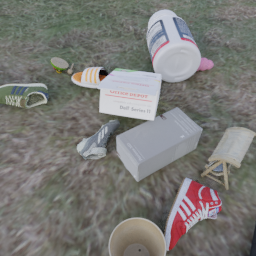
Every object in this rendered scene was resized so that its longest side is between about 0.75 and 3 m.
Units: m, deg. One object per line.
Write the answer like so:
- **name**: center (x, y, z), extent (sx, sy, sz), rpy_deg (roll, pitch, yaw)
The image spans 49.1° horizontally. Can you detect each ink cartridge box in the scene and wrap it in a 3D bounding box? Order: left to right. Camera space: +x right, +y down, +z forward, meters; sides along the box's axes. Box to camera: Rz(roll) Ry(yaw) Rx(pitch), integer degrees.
- **ink cartridge box**: center (0.111, -1.002, 8.270), extent (1.613, 0.927, 2.754), rpy_deg (9, 22, 6)

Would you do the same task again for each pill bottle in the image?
- **pill bottle**: center (1.580, -3.200, 10.533), extent (1.668, 1.668, 2.789), rpy_deg (-4, 49, -3)

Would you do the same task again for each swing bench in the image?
- **swing bench**: center (2.639, 0.724, 7.406), extent (0.798, 1.230, 1.223), rpy_deg (27, 54, 23)

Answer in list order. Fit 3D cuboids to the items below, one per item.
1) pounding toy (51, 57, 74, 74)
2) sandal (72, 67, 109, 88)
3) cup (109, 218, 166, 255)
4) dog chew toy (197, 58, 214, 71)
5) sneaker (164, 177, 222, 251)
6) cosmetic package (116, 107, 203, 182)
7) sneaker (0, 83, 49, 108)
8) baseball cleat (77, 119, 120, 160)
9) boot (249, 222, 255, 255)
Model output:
- **pounding toy**: center (-2.555, -2.291, 10.665), extent (0.882, 0.409, 0.681), rpy_deg (18, 37, -21)
- **sandal**: center (-0.867, -1.829, 9.937), extent (2.241, 0.642, 0.858), rpy_deg (11, 42, 4)
- **cup**: center (0.189, 2.645, 5.989), extent (1.175, 0.840, 1.175), rpy_deg (0, 50, 0)
- **dog chew toy**: center (2.804, -2.432, 10.638), extent (0.904, 0.563, 0.563), rpy_deg (3, 49, -7)
- **sneaker**: center (1.556, 2.093, 6.574), extent (1.090, 0.690, 1.937), rpy_deg (17, 49, 19)
- **cosmetic package**: center (0.842, 0.414, 7.870), extent (2.168, 0.978, 1.158), rpy_deg (-25, 54, -25)
- **sneaker**: center (-3.523, -1.005, 9.205), extent (1.867, 0.626, 0.838), rpy_deg (-11, 46, -22)
- **baseball cleat**: center (-0.718, 0.394, 8.237), extent (1.542, 0.538, 0.821), rpy_deg (-36, 63, -16)
- **boot**: center (2.594, 2.801, 5.855), extent (1.958, 0.780, 2.375), rpy_deg (31, 59, 10)
